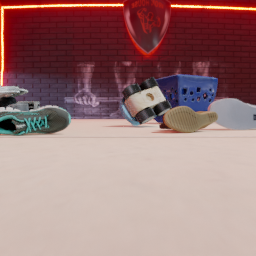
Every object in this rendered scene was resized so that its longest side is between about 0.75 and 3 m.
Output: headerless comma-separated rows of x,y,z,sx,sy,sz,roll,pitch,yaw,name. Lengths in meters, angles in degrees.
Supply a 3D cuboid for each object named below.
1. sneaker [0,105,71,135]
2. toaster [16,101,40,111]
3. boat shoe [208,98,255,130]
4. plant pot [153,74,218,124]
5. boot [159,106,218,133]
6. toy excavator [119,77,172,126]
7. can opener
-1.593,-0.057,4.502,1.314,0.510,0.599,-4,18,-1,sneaker
-4.486,-0.707,12.480,1.135,1.026,0.673,-1,2,-16,toaster
2.645,-0.238,6.438,1.912,0.703,0.625,10,-4,-11,boat shoe
2.343,-1.162,12.172,2.187,1.966,2.187,0,2,-29,plant pot
0.983,-0.078,5.657,1.377,0.498,1.145,-3,-9,-33,boot
0.458,-0.600,9.038,2.165,1.112,2.226,-24,-10,-36,toy excavator
-3.082,-0.213,5.582,2.906,0.972,0.775,-14,-1,32,can opener
